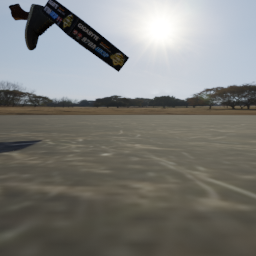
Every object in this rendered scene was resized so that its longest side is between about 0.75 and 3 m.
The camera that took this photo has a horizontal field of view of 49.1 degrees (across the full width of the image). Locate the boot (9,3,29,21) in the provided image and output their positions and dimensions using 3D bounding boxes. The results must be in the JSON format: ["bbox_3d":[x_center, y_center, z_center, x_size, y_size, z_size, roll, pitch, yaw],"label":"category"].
[{"bbox_3d":[-4.098,-4.503,10.827,0.859,0.311,0.714,-19,-17,-13],"label":"boot"}]

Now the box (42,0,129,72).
[{"bbox_3d":[-1.493,-3.191,9.500,2.245,0.650,2.825,28,14,-44],"label":"box"}]

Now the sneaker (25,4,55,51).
[{"bbox_3d":[-3.222,-3.702,10.377,0.920,1.733,0.648,9,1,2],"label":"sneaker"}]
